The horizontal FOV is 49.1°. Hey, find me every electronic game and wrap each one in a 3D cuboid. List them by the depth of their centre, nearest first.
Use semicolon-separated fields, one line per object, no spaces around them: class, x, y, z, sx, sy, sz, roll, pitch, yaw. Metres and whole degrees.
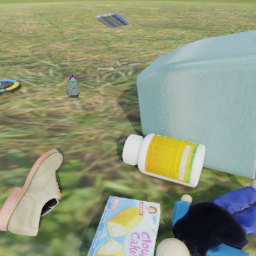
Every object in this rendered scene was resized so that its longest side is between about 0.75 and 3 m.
electronic game;-4.976;-1.623;10.931;1.456;0.303;1.456;0;30;0

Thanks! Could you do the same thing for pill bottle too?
pill bottle;0.784;0.648;6.253;1.678;0.932;0.932;13;32;20

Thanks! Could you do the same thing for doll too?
doll;1.613;1.691;4.734;2.595;0.629;1.770;-15;32;-25

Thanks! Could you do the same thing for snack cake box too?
snack cake box;-0.042;1.890;4.461;0.931;0.544;1.618;5;30;11

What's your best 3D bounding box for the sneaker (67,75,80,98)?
sneaker;-2.115;-1.595;10.615;0.480;0.565;1.290;-7;30;-13

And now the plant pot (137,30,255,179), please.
plant pot;1.824;-0.757;7.147;2.845;2.793;2.785;4;29;23

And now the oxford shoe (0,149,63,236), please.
oxford shoe;-1.699;1.246;5.609;0.805;0.771;2.179;22;35;-1

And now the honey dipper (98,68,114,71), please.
honey dipper;-1.064;-2.784;13.160;0.766;0.145;0.145;5;30;12

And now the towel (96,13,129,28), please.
towel;-0.539;-3.661;9.508;1.014;0.121;0.745;12;-5;44
